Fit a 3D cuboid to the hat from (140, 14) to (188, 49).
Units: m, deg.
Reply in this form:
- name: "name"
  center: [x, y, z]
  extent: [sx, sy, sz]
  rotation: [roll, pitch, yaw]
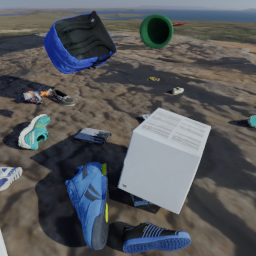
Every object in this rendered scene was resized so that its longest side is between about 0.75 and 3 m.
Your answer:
- name: "hat"
  center: [0.922, -2.569, 7.506]
  extent: [1.018, 0.843, 0.896]
  rotation: [19, 24, 15]

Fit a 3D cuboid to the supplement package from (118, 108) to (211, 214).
- name: "supplement package"
  center: [1.059, 0.746, 7.621]
  extent: [1.696, 1.708, 2.251]
  rotation: [21, 24, 14]

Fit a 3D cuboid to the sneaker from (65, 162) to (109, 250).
- name: "sneaker"
  center: [-1.031, 1.831, 6.940]
  extent: [1.134, 0.953, 2.892]
  rotation: [-2, 25, -4]

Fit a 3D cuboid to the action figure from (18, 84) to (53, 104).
- name: "action figure"
  center: [-4.757, -1.724, 14.084]
  extent: [1.561, 0.817, 1.510]
  rotation: [9, 20, 18]

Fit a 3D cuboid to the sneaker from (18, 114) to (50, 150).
- name: "sneaker"
  center: [-3.388, 0.194, 10.593]
  extent: [0.806, 0.785, 2.025]
  rotation: [20, 33, -3]

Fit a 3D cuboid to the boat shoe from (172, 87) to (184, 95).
- name: "boat shoe"
  center: [2.746, -2.059, 15.238]
  extent: [0.321, 0.294, 0.859]
  rotation: [23, 35, 38]

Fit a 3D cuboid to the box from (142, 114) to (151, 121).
- name: "box"
  center: [1.085, -0.289, 11.875]
  extent: [0.728, 0.201, 1.066]
  rotation: [-7, 28, -13]

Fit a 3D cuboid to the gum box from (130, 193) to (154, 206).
- name: "gum box"
  center: [0.524, 1.682, 7.944]
  extent: [0.971, 0.255, 1.143]
  rotation: [-4, 27, -12]

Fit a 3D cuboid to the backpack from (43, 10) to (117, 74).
- name: "backpack"
  center: [-2.256, -3.485, 12.354]
  extent: [2.313, 2.240, 2.757]
  rotation: [-35, -1, 42]

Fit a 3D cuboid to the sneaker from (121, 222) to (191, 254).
- name: "sneaker"
  center: [0.609, 2.388, 6.275]
  extent: [1.522, 0.534, 0.593]
  rotation: [-3, 35, -3]

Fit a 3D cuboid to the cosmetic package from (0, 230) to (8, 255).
- name: "cosmetic package"
  center: [-3.644, 2.151, 5.468]
  extent: [2.034, 1.678, 1.677]
  rotation: [-16, 31, -29]

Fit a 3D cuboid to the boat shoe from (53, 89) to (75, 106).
- name: "boat shoe"
  center: [-3.270, -1.529, 13.992]
  extent: [0.565, 0.481, 1.689]
  rotation: [-23, 35, -38]

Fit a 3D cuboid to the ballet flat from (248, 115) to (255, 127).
- name: "ballet flat"
  center: [5.586, -0.287, 11.716]
  extent: [1.493, 0.536, 0.536]
  rotation: [-4, 27, -14]

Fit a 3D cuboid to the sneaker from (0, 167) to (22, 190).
- name: "sneaker"
  center: [-3.715, 1.460, 8.303]
  extent: [0.596, 0.417, 1.032]
  rotation: [6, 21, 20]

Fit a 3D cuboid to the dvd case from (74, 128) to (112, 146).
- name: "dvd case"
  center: [-1.342, 0.314, 10.761]
  extent: [1.177, 0.146, 0.885]
  rotation: [10, 29, 19]

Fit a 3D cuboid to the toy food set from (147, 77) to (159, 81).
- name: "toy food set"
  center: [1.576, -3.079, 17.387]
  extent: [0.766, 0.154, 0.529]
  rotation: [6, 28, 11]
